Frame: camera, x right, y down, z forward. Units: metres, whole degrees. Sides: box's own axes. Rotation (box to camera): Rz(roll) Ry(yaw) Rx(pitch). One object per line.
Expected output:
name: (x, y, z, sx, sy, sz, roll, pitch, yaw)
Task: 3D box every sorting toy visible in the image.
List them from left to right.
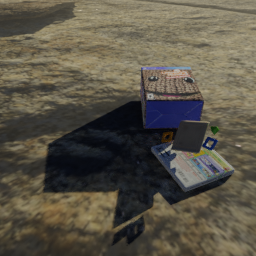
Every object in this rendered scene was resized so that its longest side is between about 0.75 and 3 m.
sorting toy: (1.698, 0.249, 7.623, 1.729, 0.236, 0.974, 5, 64, 46)

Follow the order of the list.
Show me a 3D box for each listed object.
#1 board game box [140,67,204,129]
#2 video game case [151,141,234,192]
board game box: (1.373, -1.083, 9.482, 1.803, 1.095, 2.261, -1, 38, -1)
video game case: (1.701, 0.862, 7.571, 1.542, 0.187, 1.694, -15, 38, -20)
